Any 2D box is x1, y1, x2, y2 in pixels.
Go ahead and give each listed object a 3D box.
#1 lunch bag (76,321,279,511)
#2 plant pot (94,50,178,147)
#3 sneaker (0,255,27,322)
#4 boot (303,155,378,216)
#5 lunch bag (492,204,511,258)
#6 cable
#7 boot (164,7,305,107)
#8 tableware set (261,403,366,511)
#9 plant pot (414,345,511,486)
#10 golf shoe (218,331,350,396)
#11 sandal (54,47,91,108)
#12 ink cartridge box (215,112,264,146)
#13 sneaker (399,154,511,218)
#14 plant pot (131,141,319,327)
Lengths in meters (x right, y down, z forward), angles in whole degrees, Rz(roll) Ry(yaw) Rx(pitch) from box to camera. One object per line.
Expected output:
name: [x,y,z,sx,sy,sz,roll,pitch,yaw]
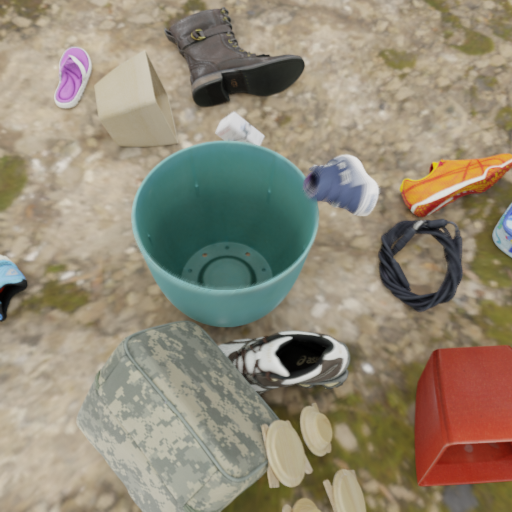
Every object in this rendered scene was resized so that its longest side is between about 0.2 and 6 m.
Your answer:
lunch bag: [-1.343,2.786,8.755,2.907,2.026,2.438,46,113,19]
plant pot: [-2.706,-3.291,12.414,1.352,1.525,1.527,-18,63,4]
sneaker: [-5.215,0.991,10.458,0.979,0.853,2.177,33,67,12]
boot: [1.233,-1.317,9.311,0.972,0.783,2.151,14,17,-13]
lunch bag: [6.088,-0.382,11.126,2.302,0.949,1.850,39,72,19]
cable: [3.184,0.138,10.946,1.594,0.496,1.954,5,69,15]
boot: [-0.568,-5.052,13.497,3.029,1.049,2.637,-13,64,-4]
tableware set: [0.903,3.384,8.540,0.286,2.465,2.059,-27,74,29]
plant pot: [3.599,2.545,9.151,1.951,1.953,1.721,-3,51,-1]
golf shoe: [0.060,1.781,9.578,3.014,1.424,1.172,-13,63,7]
sandal: [-4.424,-4.400,13.469,0.794,0.479,1.950,-3,62,-2]
ink cartridge box: [-0.361,-2.653,12.241,0.862,0.631,0.370,32,66,-24]
sneaker: [4.277,-1.725,11.806,2.596,0.947,1.001,-20,67,-10]
plant pot: [-0.546,-0.113,10.054,3.027,2.429,3.027,1,58,-2]
